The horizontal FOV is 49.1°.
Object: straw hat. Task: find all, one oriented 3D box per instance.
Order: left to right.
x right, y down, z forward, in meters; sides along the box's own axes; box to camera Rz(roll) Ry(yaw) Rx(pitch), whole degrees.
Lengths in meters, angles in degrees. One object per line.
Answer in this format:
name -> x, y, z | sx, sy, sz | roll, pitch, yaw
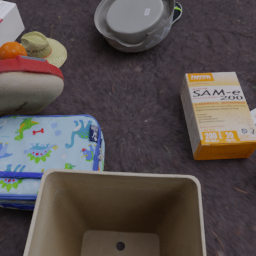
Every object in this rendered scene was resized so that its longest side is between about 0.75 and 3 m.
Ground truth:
straw hat -> -3.078, -2.750, 9.397 | 1.958, 0.829, 1.958 | 0, 57, 0

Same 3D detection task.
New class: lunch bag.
lunch bag -> -2.028, 0.842, 6.830 | 2.883, 1.189, 2.318 | 3, 59, 3

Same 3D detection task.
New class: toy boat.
toy boat -> -2.938, -1.370, 7.298 | 1.790, 2.744, 1.793 | -2, 77, -40

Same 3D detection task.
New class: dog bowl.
dog bowl -> 0.276, -3.835, 9.766 | 2.785, 0.817, 2.785 | -7, 63, 13

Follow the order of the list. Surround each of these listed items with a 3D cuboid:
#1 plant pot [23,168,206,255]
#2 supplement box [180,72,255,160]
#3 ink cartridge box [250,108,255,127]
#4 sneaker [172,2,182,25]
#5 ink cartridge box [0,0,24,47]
plant pot -> -0.207, 2.489, 5.010 | 2.662, 2.357, 2.659 | 3, 57, 1
supplement box -> 2.439, -0.388, 7.777 | 1.527, 0.891, 2.423 | -3, 56, -3
ink cartridge box -> 4.236, -0.144, 7.968 | 1.613, 0.381, 1.291 | -28, 60, -12
sneaker -> 1.603, -4.336, 10.497 | 0.632, 0.730, 1.763 | 21, 59, 14
ink cartridge box -> -5.378, -3.613, 9.791 | 2.627, 1.108, 1.902 | 16, 58, 10
